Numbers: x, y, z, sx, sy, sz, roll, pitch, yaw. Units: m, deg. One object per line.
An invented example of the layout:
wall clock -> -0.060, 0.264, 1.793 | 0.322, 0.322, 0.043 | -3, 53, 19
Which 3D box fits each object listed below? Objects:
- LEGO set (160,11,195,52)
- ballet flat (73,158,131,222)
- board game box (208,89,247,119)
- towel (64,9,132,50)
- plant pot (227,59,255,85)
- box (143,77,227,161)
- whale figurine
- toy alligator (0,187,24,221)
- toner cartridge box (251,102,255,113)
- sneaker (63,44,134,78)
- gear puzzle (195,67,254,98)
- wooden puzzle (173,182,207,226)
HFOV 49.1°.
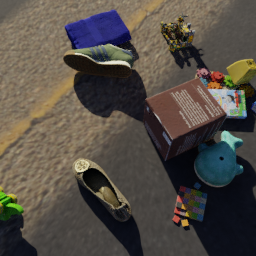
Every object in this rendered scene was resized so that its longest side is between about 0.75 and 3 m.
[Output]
LEGO set -> 2.088, -4.164, 11.845 | 1.297, 0.977, 1.687 | -7, 62, -4
ballet flat -> -0.845, 1.872, 8.846 | 0.870, 0.598, 2.581 | -37, 68, -18
board game box -> 3.632, -0.901, 10.434 | 1.409, 0.258, 1.066 | 2, 72, 2
towel -> -1.283, -4.025, 12.048 | 2.447, 0.606, 1.807 | -24, 71, -12
plant pot -> 4.452, -2.220, 10.733 | 0.771, 0.794, 0.776 | -11, 71, -26
box -> 1.807, -0.283, 9.378 | 2.040, 1.675, 1.692 | -23, 64, -12
whale figurine -> 3.058, 0.904, 9.101 | 1.619, 1.056, 2.035 | 34, 67, 17
toy alligator -> -4.367, 2.198, 8.656 | 2.622, 0.778, 0.711 | 24, 105, 12
toner cartridge box -> 5.594, -1.031, 10.506 | 1.833, 0.396, 0.870 | -35, 67, -17
sneaker -> -1.078, -2.826, 11.251 | 2.755, 0.924, 1.237 | 11, 54, 7
gear puzzle -> 3.746, -1.672, 10.897 | 2.350, 0.308, 1.217 | 19, 64, 10
wooden puzzle -> 1.990, 2.389, 8.852 | 0.889, 0.105, 1.499 | 15, 63, 8
